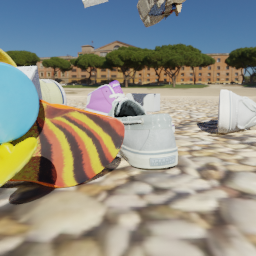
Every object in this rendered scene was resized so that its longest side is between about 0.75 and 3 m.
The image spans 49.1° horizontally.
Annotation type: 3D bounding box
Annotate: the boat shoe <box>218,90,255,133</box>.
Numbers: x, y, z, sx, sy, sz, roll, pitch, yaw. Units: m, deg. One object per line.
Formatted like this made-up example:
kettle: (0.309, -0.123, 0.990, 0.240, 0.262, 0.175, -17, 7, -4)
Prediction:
boat shoe: (2.893, -0.364, 7.124, 1.002, 1.053, 2.925, 3, -1, 26)

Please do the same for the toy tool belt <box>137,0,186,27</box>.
toy tool belt: (1.111, -3.893, 8.245, 1.264, 1.284, 2.057, -20, -2, -14)

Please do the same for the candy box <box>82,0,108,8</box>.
candy box: (-1.005, -3.958, 8.483, 0.755, 0.230, 0.515, -13, 52, 3)

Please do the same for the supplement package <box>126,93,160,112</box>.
supplement package: (0.727, -1.228, 13.371, 1.441, 0.845, 0.842, 4, 9, 28)

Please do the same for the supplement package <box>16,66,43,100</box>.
supplement package: (-2.278, -0.228, 4.131, 1.885, 1.072, 1.032, -6, 27, -7)

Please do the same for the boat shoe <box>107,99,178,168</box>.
boat shoe: (0.067, -0.035, 4.590, 0.861, 0.879, 2.467, -3, 8, -21)

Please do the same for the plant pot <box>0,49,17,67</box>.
plant pot: (-4.798, -1.151, 8.561, 2.188, 2.326, 2.326, -14, 2, 22)

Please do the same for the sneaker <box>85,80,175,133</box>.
sneaker: (-0.033, -0.423, 6.175, 2.182, 1.244, 0.791, 5, 8, 23)

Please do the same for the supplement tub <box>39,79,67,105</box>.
supplement tub: (-2.870, -0.776, 8.261, 1.342, 1.342, 1.851, 4, 9, 27)

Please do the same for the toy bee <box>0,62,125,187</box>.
toy bee: (-1.581, 0.079, 2.760, 2.951, 1.604, 1.932, 24, -3, -8)
